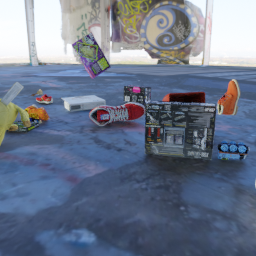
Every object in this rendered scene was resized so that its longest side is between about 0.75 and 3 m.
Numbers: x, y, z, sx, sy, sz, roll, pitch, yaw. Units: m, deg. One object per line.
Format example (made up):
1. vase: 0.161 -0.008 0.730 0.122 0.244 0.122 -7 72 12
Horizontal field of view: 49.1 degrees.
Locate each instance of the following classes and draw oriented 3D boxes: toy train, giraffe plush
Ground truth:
1. toy train: 3.177 0.704 8.525 0.933 0.533 0.404 4 24 14
2. giraffe plush: -4.722 -0.239 9.179 2.861 2.469 2.320 -40 10 -26

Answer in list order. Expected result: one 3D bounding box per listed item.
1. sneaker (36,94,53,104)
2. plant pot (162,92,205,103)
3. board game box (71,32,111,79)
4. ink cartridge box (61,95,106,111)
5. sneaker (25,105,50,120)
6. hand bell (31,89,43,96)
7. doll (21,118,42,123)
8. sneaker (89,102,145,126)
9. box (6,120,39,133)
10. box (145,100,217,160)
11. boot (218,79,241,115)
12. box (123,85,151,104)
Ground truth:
1. sneaker: -5.025 -1.797 16.884 1.219 0.517 0.469 8 18 24
2. plant pot: 2.185 -0.708 11.730 1.571 1.572 1.386 -4 9 -14
3. board game box: -1.474 -2.908 11.333 0.950 1.583 0.256 -39 26 -17
4. ink cartridge box: -2.539 -1.422 15.770 2.087 0.454 1.811 -8 18 -26
5. sneaker: -4.245 -0.609 13.041 0.721 0.682 1.869 -38 31 -31
6. hand bell: -6.279 -2.343 19.175 0.410 0.410 0.788 16 34 42
7. doll: -4.206 -0.350 12.260 0.860 0.208 0.587 9 9 -34
8. sneaker: -0.515 -0.612 12.325 2.432 0.866 1.368 -3 11 17
9. box: -4.390 -0.074 11.665 0.983 0.234 0.950 5 19 13
10. box: 1.603 0.044 8.738 2.135 1.683 0.531 3 16 13
11. boot: 2.669 -0.801 7.470 0.529 0.987 0.370 -3 20 -6
12. box: 0.565 -2.020 16.820 1.484 0.981 0.852 10 16 33
